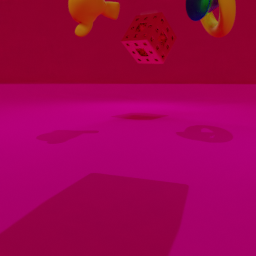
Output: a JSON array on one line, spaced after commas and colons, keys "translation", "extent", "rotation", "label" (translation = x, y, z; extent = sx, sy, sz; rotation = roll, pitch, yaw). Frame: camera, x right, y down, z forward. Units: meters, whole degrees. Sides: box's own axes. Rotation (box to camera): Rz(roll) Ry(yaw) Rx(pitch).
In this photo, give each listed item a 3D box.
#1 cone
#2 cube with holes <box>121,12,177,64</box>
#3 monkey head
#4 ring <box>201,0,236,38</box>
[{"translation": [2.279, -3.471, 7.720], "extent": [0.978, 0.975, 0.975], "rotation": [-11, 14, -25], "label": "cone"}, {"translation": [0.825, -3.428, 10.833], "extent": [1.307, 1.307, 1.307], "rotation": [13, -21, 43], "label": "cube with holes"}, {"translation": [-0.906, -3.355, 7.588], "extent": [1.341, 1.864, 1.123], "rotation": [12, 14, -3], "label": "monkey head"}, {"translation": [2.427, -3.581, 7.950], "extent": [0.402, 2.009, 2.009], "rotation": [-19, 11, -1], "label": "ring"}]
